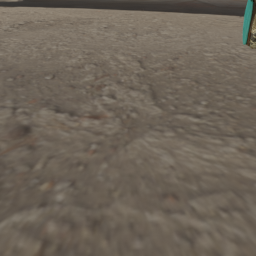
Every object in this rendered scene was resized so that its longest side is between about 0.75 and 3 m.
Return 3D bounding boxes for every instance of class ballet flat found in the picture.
[{"bbox_3d":[2.377,-2.261,4.558,1.081,0.974,2.872,-1,-15,25],"label":"ballet flat"}]
